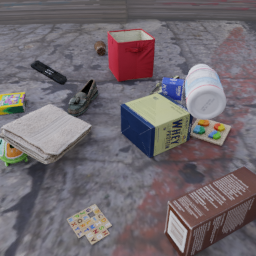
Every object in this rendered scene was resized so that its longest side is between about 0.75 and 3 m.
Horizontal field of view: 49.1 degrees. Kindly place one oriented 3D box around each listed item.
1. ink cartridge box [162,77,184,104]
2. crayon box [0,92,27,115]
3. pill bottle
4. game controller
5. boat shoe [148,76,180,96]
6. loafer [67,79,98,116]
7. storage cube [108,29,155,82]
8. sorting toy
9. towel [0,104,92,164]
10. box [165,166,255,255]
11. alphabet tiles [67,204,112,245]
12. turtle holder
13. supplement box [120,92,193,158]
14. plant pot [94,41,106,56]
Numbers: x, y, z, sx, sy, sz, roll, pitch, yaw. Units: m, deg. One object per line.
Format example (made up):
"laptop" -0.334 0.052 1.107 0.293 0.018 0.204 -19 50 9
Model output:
"ink cartridge box" 1.743 -1.183 11.119 0.809 1.720 0.380 10 50 13
"crayon box" -5.053 -1.081 12.188 1.089 0.368 1.263 -8 35 -9
"pill bottle" 2.312 -1.201 8.611 1.084 1.084 1.993 4 35 6
"game controller" -2.112 -1.474 7.507 0.991 0.209 0.517 30 29 -10
"boat shoe" 1.643 -1.838 12.876 0.780 0.848 2.372 22 45 22
"loafer" -2.019 -1.398 12.312 0.852 0.746 2.370 10 36 14
"storage cube" 0.114 -3.861 14.733 1.975 2.077 2.310 -11 37 -15
"sorting toy" 3.101 0.053 10.635 1.320 0.260 1.426 19 38 25
"towel" -2.646 0.059 9.519 1.953 0.508 2.947 28 27 6
"box" 2.182 2.017 6.897 2.507 1.255 0.939 -16 38 -22
"alphabet tiles" -0.968 2.508 7.261 0.873 0.039 1.045 -22 40 -29
"turtle holder" -3.813 0.552 9.339 0.967 0.903 1.272 -2 35 -3
"supplement box" 0.993 -0.190 10.104 1.864 1.253 1.866 -20 39 -27
"plant pot" -1.721 -4.955 17.576 0.754 0.754 0.746 -6 43 -8
